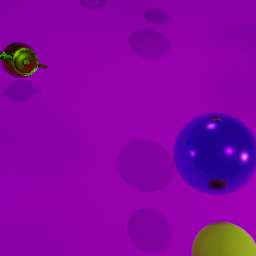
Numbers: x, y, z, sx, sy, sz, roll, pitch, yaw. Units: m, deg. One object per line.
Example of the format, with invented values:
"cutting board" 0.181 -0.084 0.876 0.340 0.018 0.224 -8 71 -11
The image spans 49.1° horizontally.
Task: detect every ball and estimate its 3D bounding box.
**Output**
"ball" 1.289 1.704 3.729 0.855 0.855 0.855 0 60 0
"ball" 1.328 0.391 4.307 1.254 1.254 1.254 0 60 0

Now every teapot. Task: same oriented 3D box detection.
"teapot" -2.228 -1.398 5.801 0.592 1.209 0.752 24 102 42
